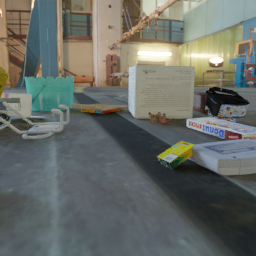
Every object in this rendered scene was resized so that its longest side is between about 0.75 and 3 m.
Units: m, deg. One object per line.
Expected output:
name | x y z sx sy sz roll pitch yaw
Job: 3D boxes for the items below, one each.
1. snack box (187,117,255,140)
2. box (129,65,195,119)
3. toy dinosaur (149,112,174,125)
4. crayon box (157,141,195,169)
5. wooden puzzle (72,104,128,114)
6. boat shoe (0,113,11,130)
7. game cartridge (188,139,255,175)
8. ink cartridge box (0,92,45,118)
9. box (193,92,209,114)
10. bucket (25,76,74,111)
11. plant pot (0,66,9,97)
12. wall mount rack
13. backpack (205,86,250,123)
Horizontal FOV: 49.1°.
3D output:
snack box | 3.210 0.024 9.396 1.078 0.365 3.000 -4 11 -19
box | 1.478 -1.785 13.518 2.768 2.371 2.755 1 11 -6
toy dinosaur | 1.285 -0.328 11.226 1.064 0.456 0.721 15 21 1
crayon box | 1.085 0.582 6.207 0.767 0.195 0.487 -30 22 -21
wooden puzzle | -1.515 -1.078 15.306 2.194 0.442 2.372 8 8 36
boat shoe | -4.948 -0.384 9.635 0.709 0.910 2.005 45 36 23
game cartridge | 2.515 0.614 6.289 2.102 0.430 1.399 -5 8 -22
ink cartridge box | -5.164 -0.970 11.829 2.996 1.009 1.755 2 2 -33
box | 4.321 -1.432 15.393 1.416 1.060 2.828 -1 13 -9
bucket | -4.523 -2.055 16.338 2.915 1.896 2.915 0 10 0
plant pot | -3.132 -1.048 5.935 0.817 0.927 0.927 24 3 20
wall mount rack | -3.308 -0.341 9.590 2.391 1.026 2.752 -1 10 -5
backpack | 4.098 -0.863 11.572 1.557 1.259 1.634 -1 31 0
